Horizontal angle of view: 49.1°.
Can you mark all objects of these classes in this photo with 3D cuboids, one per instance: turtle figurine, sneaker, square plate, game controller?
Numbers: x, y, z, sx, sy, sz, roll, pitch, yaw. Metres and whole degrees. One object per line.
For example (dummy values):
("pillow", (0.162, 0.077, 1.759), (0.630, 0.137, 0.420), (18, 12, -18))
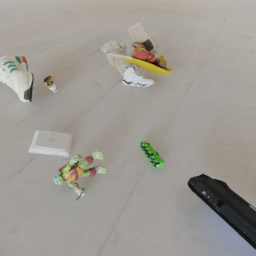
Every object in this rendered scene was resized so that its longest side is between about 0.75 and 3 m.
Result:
("turtle figurine", (-0.976, 1.015, 6.232), (1.173, 1.210, 0.871), (-25, 83, -34))
("sneaker", (0.386, -2.087, 11.179), (1.345, 0.773, 0.505), (8, 31, 23))
("square plate", (-2.116, 0.380, 7.786), (1.071, 0.152, 1.061), (8, 30, -10))
("sneaker", (-4.268, -1.807, 10.070), (1.384, 1.042, 2.960), (-1, 36, -29))
("game controller", (2.151, 1.640, 5.208), (1.219, 0.492, 2.337), (25, 11, -37))
("sneaker", (-3.009, -1.697, 10.919), (0.354, 0.415, 0.941), (-29, 43, -2))

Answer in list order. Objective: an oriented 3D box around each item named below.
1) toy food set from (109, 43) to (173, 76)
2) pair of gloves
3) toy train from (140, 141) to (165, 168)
("toy food set", (0.728, -2.810, 11.052), (2.542, 0.830, 1.496), (13, 8, -35))
("pair of gloves", (0.117, -3.243, 11.531), (2.055, 1.747, 0.360), (-32, 46, 19))
("toy train", (0.634, 0.681, 7.403), (0.327, 0.242, 1.158), (6, 25, -23))
